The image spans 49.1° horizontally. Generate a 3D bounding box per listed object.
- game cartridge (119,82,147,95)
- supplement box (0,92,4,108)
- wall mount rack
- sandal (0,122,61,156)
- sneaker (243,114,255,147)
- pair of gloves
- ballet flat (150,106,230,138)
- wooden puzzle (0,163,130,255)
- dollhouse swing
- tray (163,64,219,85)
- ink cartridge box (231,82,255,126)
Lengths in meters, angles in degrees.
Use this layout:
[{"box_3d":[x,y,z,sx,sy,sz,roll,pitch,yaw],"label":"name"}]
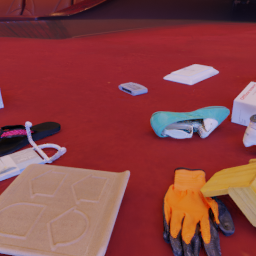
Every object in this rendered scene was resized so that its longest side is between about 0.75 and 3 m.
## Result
[{"box_3d":[0.245,-1.675,11.916,0.785,0.241,1.180,-21,33,-30],"label":"game cartridge"},{"box_3d":[-5.382,-1.276,10.311,0.902,0.884,1.746,-22,33,-37],"label":"supplement box"},{"box_3d":[-2.528,0.654,6.280,2.473,0.922,2.148,-20,32,-34],"label":"wall mount rack"},{"box_3d":[-3.011,0.125,7.779,0.932,0.559,2.481,20,32,36],"label":"sandal"},{"box_3d":[3.899,0.355,7.149,2.025,0.882,0.754,21,26,1],"label":"sneaker"},{"box_3d":[2.049,1.562,5.073,2.840,0.351,2.530,7,26,12],"label":"pair of gloves"},{"box_3d":[1.874,-0.071,8.136,2.438,0.821,0.858,-5,55,-9],"label":"ballet flat"},{"box_3d":[-1.299,1.486,5.061,2.410,0.558,2.232,1,25,12],"label":"wooden puzzle"},{"box_3d":[2.261,1.282,5.309,1.281,1.126,1.164,-27,77,-47],"label":"dollhouse swing"},{"box_3d":[3.231,-2.767,14.045,1.588,0.328,2.957,20,32,37],"label":"tray"},{"box_3d":[4.491,-0.600,8.673,2.060,0.869,1.505,20,44,35],"label":"ink cartridge box"}]
